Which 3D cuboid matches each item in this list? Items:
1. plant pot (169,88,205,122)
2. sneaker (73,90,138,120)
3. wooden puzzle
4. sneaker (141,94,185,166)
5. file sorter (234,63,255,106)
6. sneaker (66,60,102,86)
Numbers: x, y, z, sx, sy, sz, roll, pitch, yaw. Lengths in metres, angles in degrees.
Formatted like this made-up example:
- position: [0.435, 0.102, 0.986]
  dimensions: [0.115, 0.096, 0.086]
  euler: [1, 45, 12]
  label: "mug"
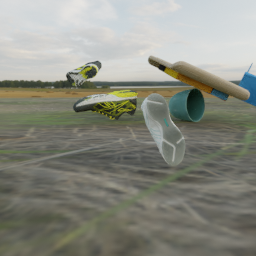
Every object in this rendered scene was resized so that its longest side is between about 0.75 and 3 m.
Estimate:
- position: [1.806, -0.714, 8.911]
  dimensions: [1.035, 1.035, 0.830]
  euler: [-7, 6, -44]
  label: "plant pot"
- position: [-0.618, -0.618, 8.511]
  dimensions: [2.044, 0.865, 0.761]
  euler: [-11, 14, -14]
  label: "sneaker"
- position: [2.025, -1.539, 8.794]
  dimensions: [2.533, 0.510, 2.738]
  euler: [20, 11, -17]
  label: "wooden puzzle"
- position: [0.428, 0.028, 3.469]
  dimensions: [0.323, 0.918, 0.368]
  euler: [-21, 2, -17]
  label: "sneaker"
- position: [4.145, -1.238, 8.491]
  dimensions: [1.384, 0.960, 0.849]
  euler: [28, 53, 18]
  label: "file sorter"
- position: [-1.306, -1.659, 8.492]
  dimensions: [1.366, 0.508, 0.578]
  euler: [-7, 29, 38]
  label: "sneaker"
